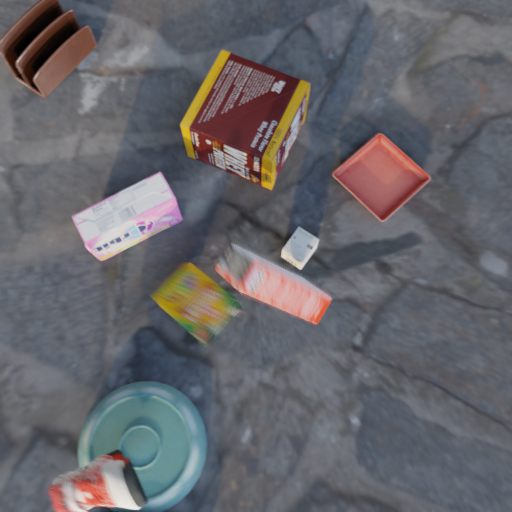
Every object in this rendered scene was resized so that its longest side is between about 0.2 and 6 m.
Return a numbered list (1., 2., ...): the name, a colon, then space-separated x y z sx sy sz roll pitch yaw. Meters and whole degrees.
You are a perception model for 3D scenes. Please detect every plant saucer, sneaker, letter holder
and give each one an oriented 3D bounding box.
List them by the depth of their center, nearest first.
1. sneaker: -2.218 3.280 7.752 1.108 2.067 0.690 -21 88 -23
2. plant saucer: -1.902 3.151 9.265 2.144 0.294 2.144 0 71 -1
3. plant saucer: 2.394 -1.488 10.814 1.369 0.251 1.366 -41 76 -13
4. letter holder: -4.179 -4.250 11.239 0.827 1.169 1.645 35 75 11

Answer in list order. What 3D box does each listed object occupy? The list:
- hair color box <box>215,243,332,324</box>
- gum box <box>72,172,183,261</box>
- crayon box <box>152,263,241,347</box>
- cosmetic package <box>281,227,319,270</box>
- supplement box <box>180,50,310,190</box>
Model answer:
1. hair color box: 0.280 0.447 8.808 1.649 0.915 0.527 27 95 -34
2. gum box: -2.321 -0.654 10.114 1.831 1.039 0.606 -28 74 -9
3. crayon box: -1.049 0.730 9.292 1.396 0.355 0.886 35 73 27
4. cosmetic package: 0.801 -0.138 10.256 0.454 0.454 0.551 33 75 10
5. supplement box: -0.178 -2.558 10.657 1.825 1.211 1.800 23 73 7
